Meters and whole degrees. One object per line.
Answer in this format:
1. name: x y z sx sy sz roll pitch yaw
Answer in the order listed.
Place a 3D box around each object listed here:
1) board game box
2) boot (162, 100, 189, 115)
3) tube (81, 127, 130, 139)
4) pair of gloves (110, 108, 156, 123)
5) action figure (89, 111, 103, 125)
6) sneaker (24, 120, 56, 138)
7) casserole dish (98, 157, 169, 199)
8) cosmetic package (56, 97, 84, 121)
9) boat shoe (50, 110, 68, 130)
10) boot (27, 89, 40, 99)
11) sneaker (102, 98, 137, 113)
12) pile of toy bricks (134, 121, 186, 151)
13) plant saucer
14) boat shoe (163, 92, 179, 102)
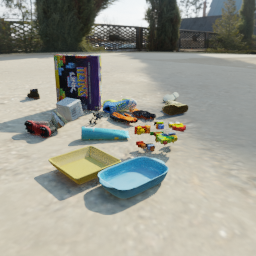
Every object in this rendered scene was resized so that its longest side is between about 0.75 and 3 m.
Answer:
1. board game box: -2.419 -2.247 13.800 2.195 2.656 0.753 2 19 7
2. boot: 2.050 -1.033 13.589 1.427 0.519 1.109 -8 21 -26
3. tube: -0.831 0.203 10.348 1.787 0.450 0.692 2 27 -9
4. pair of gloves: 0.224 -0.544 12.672 1.917 0.237 1.708 -11 21 -36
5. action figure: -1.349 -0.490 11.984 0.466 0.400 0.784 13 42 15
6. sneaker: -3.356 -0.021 10.781 1.419 0.501 0.693 14 24 29
7. casserole dish: 0.158 1.280 7.302 2.009 0.390 1.217 -17 26 -38
8. cosmetic package: -2.621 -0.855 12.586 0.893 0.736 0.737 15 37 33
9. boat shoe: -2.930 -0.330 11.433 0.493 0.539 1.442 -45 27 -10
10. boot: -5.535 -2.070 16.373 1.246 0.604 0.465 17 26 39
11. sneaker: -0.444 -0.981 13.483 1.714 0.649 0.900 -3 31 12
12. pile of toy bricks: 1.110 0.318 9.168 1.734 0.962 0.856 -4 20 -20
13. plant saucer: -1.226 1.062 7.941 1.532 0.371 1.532 -17 26 -39
14. boat shoe: 2.360 -1.664 15.775 1.244 0.453 0.384 -25 -12 -38
